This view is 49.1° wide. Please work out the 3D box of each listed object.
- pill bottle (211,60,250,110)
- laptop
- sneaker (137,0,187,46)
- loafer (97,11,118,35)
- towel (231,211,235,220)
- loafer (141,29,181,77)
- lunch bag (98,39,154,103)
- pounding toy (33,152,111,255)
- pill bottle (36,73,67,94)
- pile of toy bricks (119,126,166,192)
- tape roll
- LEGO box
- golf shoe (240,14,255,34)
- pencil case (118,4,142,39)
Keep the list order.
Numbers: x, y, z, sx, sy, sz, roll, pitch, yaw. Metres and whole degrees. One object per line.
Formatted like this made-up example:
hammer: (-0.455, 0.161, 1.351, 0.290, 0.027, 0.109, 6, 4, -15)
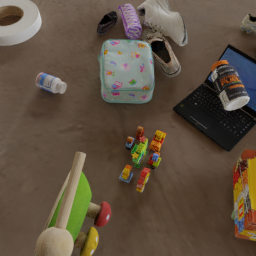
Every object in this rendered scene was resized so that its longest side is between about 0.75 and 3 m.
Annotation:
pill bottle: (2.776, -1.225, 7.810, 0.718, 0.718, 1.352, -12, 65, -7)
laptop: (2.984, -0.949, 8.321, 2.425, 1.252, 2.149, -38, 64, -22)
sneaker: (1.321, -3.940, 10.585, 1.213, 1.038, 2.785, -29, 57, 1)
loafer: (-0.787, -4.180, 10.901, 0.499, 0.437, 1.388, 21, 59, 13)
towel: (3.877, 2.069, 6.967, 2.178, 0.255, 1.661, 24, 59, 17)
loafer: (1.083, -2.767, 9.689, 0.823, 0.720, 2.290, -33, 61, 9)
lunch bag: (-0.082, -1.867, 9.097, 1.790, 0.860, 2.232, -1, 60, -2)
pounding toy: (-0.940, 1.866, 5.656, 1.209, 2.605, 2.011, 23, 63, -5)
pill bottle: (-2.474, -1.427, 9.079, 0.899, 0.505, 0.505, 22, 60, 12)
pile of toy bricks: (0.365, 0.614, 7.477, 1.068, 0.950, 1.925, 21, 59, 13)
tape roll: (-4.645, -4.193, 10.904, 2.484, 0.454, 2.484, 0, 58, 0)
LEGO box: (3.886, 1.690, 6.467, 2.554, 0.985, 1.902, 9, 55, 7)
golf shoe: (5.029, -3.838, 10.534, 1.441, 0.701, 0.564, 19, 57, 10)
pencil case: (0.068, -4.103, 10.703, 0.670, 0.658, 1.568, 11, 48, -36)
